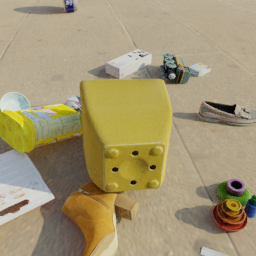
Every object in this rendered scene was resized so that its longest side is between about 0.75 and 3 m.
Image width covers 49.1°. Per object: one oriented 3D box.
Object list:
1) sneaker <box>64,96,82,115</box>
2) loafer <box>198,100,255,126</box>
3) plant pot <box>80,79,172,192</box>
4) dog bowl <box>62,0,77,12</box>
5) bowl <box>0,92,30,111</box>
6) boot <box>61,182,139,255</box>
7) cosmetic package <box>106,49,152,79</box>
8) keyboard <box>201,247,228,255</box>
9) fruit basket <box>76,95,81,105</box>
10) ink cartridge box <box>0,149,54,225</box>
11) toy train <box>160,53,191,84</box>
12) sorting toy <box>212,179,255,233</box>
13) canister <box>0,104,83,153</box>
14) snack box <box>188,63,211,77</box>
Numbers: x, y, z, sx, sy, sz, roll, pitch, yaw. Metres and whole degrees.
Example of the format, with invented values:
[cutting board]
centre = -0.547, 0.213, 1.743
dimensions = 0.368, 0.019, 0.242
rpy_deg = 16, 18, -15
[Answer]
[sneaker]
centre = -1.850, -0.674, 11.672
dimensions = 2.047, 0.796, 1.432
rpy_deg = 2, 37, 19
[loafer]
centre = 4.214, -0.658, 11.545
dimensions = 2.517, 0.791, 0.905
rpy_deg = 5, 37, 6
[plant pot]
centre = -0.031, 0.361, 8.365
dimensions = 2.704, 2.722, 2.785
rpy_deg = -2, 34, -7
[dog bowl]
centre = -5.264, -11.766, 24.704
dimensions = 1.089, 2.764, 2.764
rpy_deg = -11, 38, -11
[bowl]
centre = -4.809, -0.818, 11.752
dimensions = 1.232, 1.232, 0.663
rpy_deg = -38, 9, -39
[boot]
centre = -1.063, 2.530, 7.359
dimensions = 1.872, 0.920, 2.615
rpy_deg = 13, 34, 25
[cosmetic package]
centre = 0.068, -3.626, 15.609
dimensions = 1.095, 0.672, 2.654
rpy_deg = 27, 45, 33
[keyboard]
centre = 2.236, 3.213, 7.029
dimensions = 0.792, 0.042, 0.223
rpy_deg = 13, 44, 18
[fruit basket]
centre = -0.789, -0.201, 10.133
dimensions = 2.153, 1.994, 1.009
rpy_deg = 18, 64, 23
[ink cartridge box]
centre = -3.699, 1.851, 8.396
dimensions = 2.169, 0.671, 2.675
rpy_deg = -23, 46, -30
[toy train]
centre = 2.479, -3.171, 14.838
dimensions = 1.355, 1.013, 2.377
rpy_deg = 10, 35, -7
[sorting toy]
centre = 3.109, 2.031, 7.954
dimensions = 1.172, 0.801, 1.950
rpy_deg = 14, 39, 18
[canister]
centre = -3.070, -0.109, 10.123
dimensions = 1.839, 1.072, 2.477
rpy_deg = 26, 28, 34
[snack box]
centre = 3.898, -3.194, 15.318
dimensions = 0.972, 0.329, 0.819
rpy_deg = -26, 44, -28
